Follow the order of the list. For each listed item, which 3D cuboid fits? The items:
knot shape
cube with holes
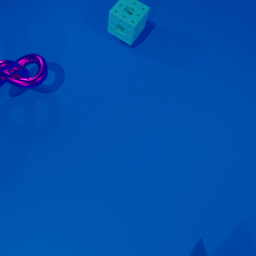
[{"bbox_3d":[-3.395,-1.634,8.156,1.890,0.873,1.769,-18,25,-29],"label":"knot shape"},{"bbox_3d":[0.001,-3.447,8.944,0.915,0.915,0.915,32,69,5],"label":"cube with holes"}]
